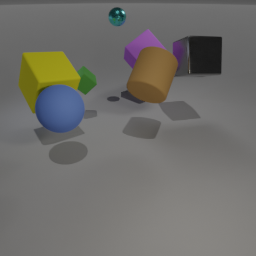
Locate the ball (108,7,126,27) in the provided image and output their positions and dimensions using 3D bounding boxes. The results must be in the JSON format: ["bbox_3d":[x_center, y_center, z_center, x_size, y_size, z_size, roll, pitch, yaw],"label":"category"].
[{"bbox_3d":[-0.419,-4.324,10.905,0.700,0.700,0.700,0,27,0],"label":"ball"}]

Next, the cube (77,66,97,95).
[{"bbox_3d":[-1.760,-1.917,11.291,0.700,0.700,0.700,-39,37,19],"label":"cube"}]

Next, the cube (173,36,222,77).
[{"bbox_3d":[2.658,-2.727,10.896,1.400,1.400,1.400,-3,8,-15],"label":"cube"}]

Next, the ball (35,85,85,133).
[{"bbox_3d":[-1.971,-0.557,8.157,1.400,1.400,1.400,0,27,0],"label":"ball"}]

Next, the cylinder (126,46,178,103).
[{"bbox_3d":[0.827,-1.772,9.493,1.400,1.400,1.400,13,70,24],"label":"cylinder"}]

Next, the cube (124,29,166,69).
[{"bbox_3d":[0.783,-3.405,13.095,1.400,1.400,1.400,-40,-3,-7],"label":"cube"}]

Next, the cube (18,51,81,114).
[{"bbox_3d":[-2.627,-1.522,9.235,1.400,1.400,1.400,-14,57,-37],"label":"cube"}]
